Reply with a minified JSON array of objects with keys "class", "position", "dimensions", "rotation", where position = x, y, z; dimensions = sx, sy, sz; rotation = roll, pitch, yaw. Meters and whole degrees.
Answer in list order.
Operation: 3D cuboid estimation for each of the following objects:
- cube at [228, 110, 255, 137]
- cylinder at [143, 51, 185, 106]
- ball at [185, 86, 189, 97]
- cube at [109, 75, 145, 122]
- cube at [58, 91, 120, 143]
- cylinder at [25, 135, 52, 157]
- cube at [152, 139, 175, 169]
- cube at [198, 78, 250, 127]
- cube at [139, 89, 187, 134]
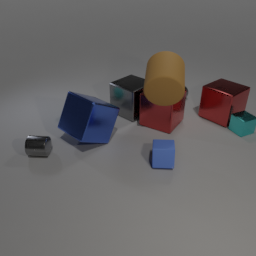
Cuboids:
[{"class":"cube","position":[4.459,-0.173,10.880],"dimensions":[0.700,0.700,0.700],"rotation":[-13,34,-21]},{"class":"cylinder","position":[1.305,-1.744,9.927],"dimensions":[1.400,1.400,1.400],"rotation":[4,51,7]},{"class":"ball","position":[2.552,-1.718,13.456],"dimensions":[0.700,0.700,0.700],"rotation":[0,31,0]},{"class":"cube","position":[0.179,-1.325,12.106],"dimensions":[1.400,1.400,1.400],"rotation":[26,40,36]},{"class":"cube","position":[-1.409,-0.362,10.055],"dimensions":[1.400,1.400,1.400],"rotation":[26,11,36]},{"class":"cylinder","position":[-3.057,0.612,9.578],"dimensions":[0.700,0.700,0.700],"rotation":[2,31,3]},{"class":"cube","position":[1.150,0.834,9.101],"dimensions":[0.700,0.700,0.700],"rotation":[1,24,6]},{"class":"cube","position":[3.989,-1.093,11.701],"dimensions":[1.400,1.400,1.400],"rotation":[-24,39,-35]},{"class":"cube","position":[1.398,-0.837,11.297],"dimensions":[1.400,1.400,1.400],"rotation":[18,35,27]}]
